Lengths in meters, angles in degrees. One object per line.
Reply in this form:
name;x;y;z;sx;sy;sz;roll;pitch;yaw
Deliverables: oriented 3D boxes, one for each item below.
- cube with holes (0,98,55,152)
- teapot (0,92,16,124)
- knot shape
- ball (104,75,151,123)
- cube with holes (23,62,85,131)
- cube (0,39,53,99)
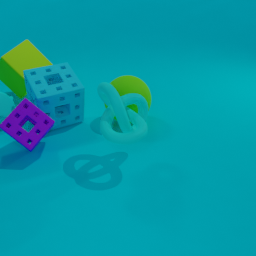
cube with holes;-2.346;-0.042;6.582;0.838;0.838;0.838;-53;10;-17
teapot;-3.716;-0.498;7.839;0.742;0.942;1.515;-21;25;33
knot shape;-0.158;-0.375;5.917;0.693;1.403;1.500;-35;7;31
ball;-0.011;-0.804;7.894;1.340;1.340;1.340;0;30;0
cube with holes;-2.051;-0.872;7.859;1.247;1.247;1.247;-18;52;-25
cube;-3.422;-1.910;9.202;1.174;1.174;1.174;-27;22;51
